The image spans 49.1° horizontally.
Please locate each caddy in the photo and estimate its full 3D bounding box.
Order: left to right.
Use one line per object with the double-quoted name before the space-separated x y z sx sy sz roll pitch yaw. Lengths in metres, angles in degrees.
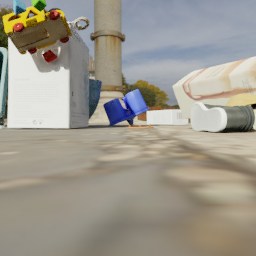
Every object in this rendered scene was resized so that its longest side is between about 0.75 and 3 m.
"caddy" -0.070 -0.681 11.510 1.698 1.261 2.401 -22 4 -4

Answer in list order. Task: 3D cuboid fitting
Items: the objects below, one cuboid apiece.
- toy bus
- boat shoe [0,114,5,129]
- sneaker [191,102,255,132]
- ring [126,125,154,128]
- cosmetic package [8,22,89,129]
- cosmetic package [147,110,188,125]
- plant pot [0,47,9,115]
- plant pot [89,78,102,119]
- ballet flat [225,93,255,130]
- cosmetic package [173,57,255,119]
"toy bus" -1.772 -2.129 5.719 1.449 0.748 1.367 6 -38 -42
"boat shoe" -3.496 -0.155 6.464 0.469 0.374 1.241 1 2 39
"sneaker" 1.663 -0.171 5.027 0.753 0.537 1.518 2 6 -9
"ring" 0.342 -0.037 7.990 0.793 0.076 0.793 -1 1 0
"cosmetic package" -1.975 -1.246 7.590 1.533 2.495 2.487 0 2 2
"cosmetic package" 2.016 -0.539 14.695 1.099 0.800 2.162 0 -1 -30
"plant pot" -6.182 -1.495 11.039 2.865 2.873 2.926 6 -6 -15
"plant pot" -2.326 -0.941 10.892 2.609 1.748 2.609 1 1 0
"ballet flat" 2.881 -0.199 4.789 2.455 0.842 0.774 -2 28 34
"cosmetic package" 2.236 -0.895 6.265 2.135 0.932 1.104 -6 26 48
